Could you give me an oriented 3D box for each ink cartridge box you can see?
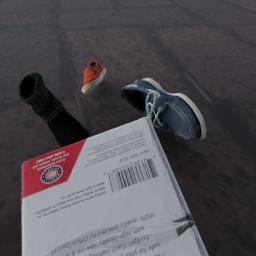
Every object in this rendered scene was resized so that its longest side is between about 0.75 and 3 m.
[{"bbox_3d":[-0.158,1.422,3.434,1.928,1.119,2.672,-20,48,2],"label":"ink cartridge box"}]

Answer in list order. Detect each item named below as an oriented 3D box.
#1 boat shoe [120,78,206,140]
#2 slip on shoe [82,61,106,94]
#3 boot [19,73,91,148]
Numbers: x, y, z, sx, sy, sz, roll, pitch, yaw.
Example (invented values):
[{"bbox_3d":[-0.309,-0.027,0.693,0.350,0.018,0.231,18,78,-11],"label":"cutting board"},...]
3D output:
[{"bbox_3d":[0.722,-0.484,6.825,0.897,1.086,2.901,-17,38,-20],"label":"boat shoe"},{"bbox_3d":[-1.114,-1.562,8.516,0.686,0.567,1.852,-37,20,23],"label":"slip on shoe"},{"bbox_3d":[-1.646,-0.306,6.205,0.704,1.400,1.872,-40,52,-14],"label":"boot"}]
